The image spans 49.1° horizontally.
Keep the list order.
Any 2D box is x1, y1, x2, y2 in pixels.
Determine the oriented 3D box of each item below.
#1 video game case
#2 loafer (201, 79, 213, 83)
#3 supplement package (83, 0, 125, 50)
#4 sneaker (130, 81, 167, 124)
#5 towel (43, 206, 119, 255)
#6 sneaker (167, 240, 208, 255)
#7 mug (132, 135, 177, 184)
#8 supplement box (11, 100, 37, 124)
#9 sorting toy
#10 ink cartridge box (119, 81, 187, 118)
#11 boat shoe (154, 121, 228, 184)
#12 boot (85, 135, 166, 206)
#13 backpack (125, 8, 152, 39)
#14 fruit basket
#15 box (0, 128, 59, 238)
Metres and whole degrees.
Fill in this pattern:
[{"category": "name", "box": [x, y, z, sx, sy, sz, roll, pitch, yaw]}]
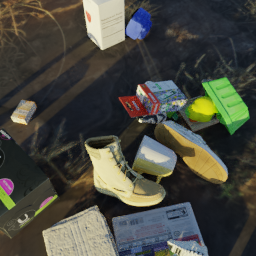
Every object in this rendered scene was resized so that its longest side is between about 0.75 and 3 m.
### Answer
[{"category": "video game case", "box": [0.924, 3.365, 7.801, 2.411, 0.277, 2.196, -9, 56, -8]}, {"category": "loafer", "box": [3.507, -1.811, 11.383, 1.017, 0.320, 0.366, 24, 58, 16]}, {"category": "supplement package", "box": [-1.036, -4.904, 12.393, 1.320, 2.204, 1.336, -30, 59, -19]}, {"category": "sneaker", "box": [0.577, -0.951, 10.500, 1.242, 0.762, 1.908, -7, 65, -15]}, {"category": "towel", "box": [-1.132, 3.603, 7.389, 1.813, 0.472, 2.735, -23, 58, -2]}, {"category": "sneaker", "box": [1.603, 3.229, 7.542, 1.113, 0.418, 0.451, 19, 46, 7]}, {"category": "mug", "box": [0.835, 1.116, 9.030, 1.201, 1.463, 1.172, 21, 22, 1]}, {"category": "supplement box", "box": [-3.901, -0.611, 10.538, 0.557, 0.325, 0.884, 11, 56, 9]}, {"category": "sorting toy", "box": [2.380, -0.517, 10.512, 1.800, 0.265, 1.331, -19, 57, -13]}, {"category": "ink cartridge box", "box": [0.856, -1.023, 9.604, 2.069, 0.521, 1.128, -10, 48, -25]}, {"category": "boat shoe", "box": [2.192, 0.637, 9.220, 2.753, 0.975, 0.954, 42, 41, 15]}, {"category": "boot", "box": [-0.119, 1.176, 8.027, 2.352, 1.828, 0.856, 10, 34, 32]}, {"category": "backpack", "box": [0.540, -4.867, 13.132, 1.069, 1.035, 1.274, 32, 56, -12]}, {"category": "fruit basket", "box": [3.058, -0.682, 10.044, 2.037, 1.469, 2.037, -12, 61, 23]}, {"category": "box", "box": [-3.580, 1.592, 8.281, 2.433, 1.512, 1.807, 38, 63, 24]}]
